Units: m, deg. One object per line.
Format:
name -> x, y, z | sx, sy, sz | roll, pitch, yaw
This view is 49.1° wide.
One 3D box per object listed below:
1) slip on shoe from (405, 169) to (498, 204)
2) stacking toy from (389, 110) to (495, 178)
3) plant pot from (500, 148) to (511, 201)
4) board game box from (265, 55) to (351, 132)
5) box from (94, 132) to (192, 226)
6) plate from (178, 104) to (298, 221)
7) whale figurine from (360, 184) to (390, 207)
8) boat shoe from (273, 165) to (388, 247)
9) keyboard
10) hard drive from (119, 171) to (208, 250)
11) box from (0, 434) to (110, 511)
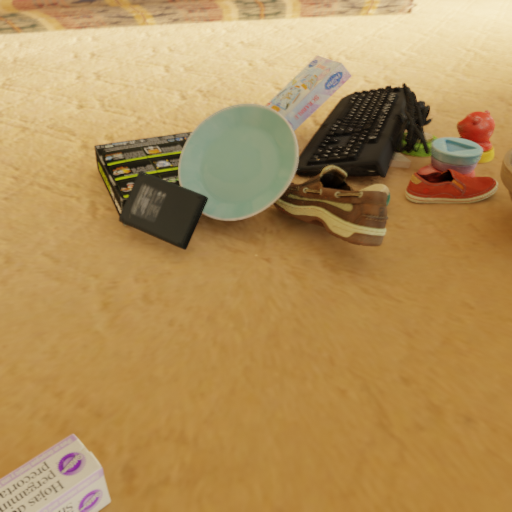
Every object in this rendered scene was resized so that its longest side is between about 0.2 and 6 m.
slip on shoe -> 3.598, -1.304, 10.205 | 1.742, 0.533, 0.645 | -3, 32, -7
stacking toy -> 3.745, -2.364, 11.415 | 2.016, 0.940, 2.227 | 19, 38, 25
plant pot -> 5.170, -0.857, 8.954 | 2.546, 1.175, 2.546 | 0, 35, 0
board game box -> 0.948, -3.366, 11.786 | 1.836, 0.379, 1.840 | -42, 24, 10
box -> -1.524, -1.597, 10.587 | 2.607, 0.619, 2.518 | -13, 38, -20
plate -> -0.294, -1.538, 9.285 | 2.095, 0.268, 2.095 | -5, 73, 17
whale figurine -> 1.959, -0.962, 9.893 | 0.833, 0.432, 0.663 | -12, 24, 26
boat shoe -> 1.184, -0.968, 8.950 | 0.956, 0.957, 2.587 | -1, 19, -35
keyboard -> 2.570, -3.132, 12.272 | 2.575, 0.980, 4.948 | 3, 34, 21
hard drive -> -1.473, -0.727, 8.810 | 1.274, 0.889, 0.209 | 23, -2, 23
box -> -2.527, 2.514, 4.467 | 2.779, 0.576, 0.538 | -27, 43, -36
